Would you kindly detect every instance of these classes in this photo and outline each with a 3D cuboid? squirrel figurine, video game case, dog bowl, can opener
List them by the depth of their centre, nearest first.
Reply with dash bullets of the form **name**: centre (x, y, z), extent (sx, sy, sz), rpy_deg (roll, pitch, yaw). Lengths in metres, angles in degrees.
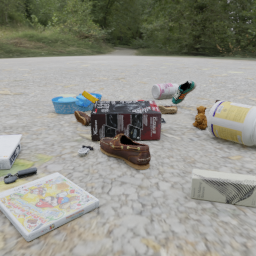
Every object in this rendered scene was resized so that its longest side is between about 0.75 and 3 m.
- **video game case**: centre (-1.871, 1.649, 6.346), extent (1.689, 0.212, 1.856), rpy_deg (-17, 25, -40)
- **can opener**: centre (-2.862, 1.296, 7.502), extent (0.880, 0.235, 0.294), rpy_deg (-11, 54, -30)
- **squirrel figurine**: centre (3.030, -0.439, 11.497), extent (0.663, 0.874, 0.936), rpy_deg (3, 19, 9)
- **dog bowl**: centre (-2.569, -1.265, 14.305), extent (2.648, 0.656, 1.476), rpy_deg (-13, 23, -35)

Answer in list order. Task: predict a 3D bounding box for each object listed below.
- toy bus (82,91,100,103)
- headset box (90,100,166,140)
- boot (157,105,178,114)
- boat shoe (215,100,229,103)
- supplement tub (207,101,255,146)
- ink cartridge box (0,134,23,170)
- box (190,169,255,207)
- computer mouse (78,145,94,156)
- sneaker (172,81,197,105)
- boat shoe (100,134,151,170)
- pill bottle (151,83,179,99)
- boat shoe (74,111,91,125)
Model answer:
- **toy bus**: centre (-1.833, -1.474, 13.550), extent (0.938, 0.305, 0.367), rpy_deg (33, 3, 12)
- **headset box**: centre (0.042, -0.358, 10.920), extent (2.818, 1.088, 2.097), rpy_deg (0, 19, -3)
- **boot**: centre (1.873, -0.941, 13.889), extent (1.175, 0.425, 0.978), rpy_deg (6, 12, 12)
- **boat shoe**: centre (5.067, -1.155, 14.304), extent (1.292, 0.454, 0.455), rpy_deg (13, 21, 31)
- **supplement tub**: centre (3.952, -0.161, 9.892), extent (1.372, 1.372, 1.887), rpy_deg (-17, 26, -41)
- **ink cartridge box**: centre (-4.410, 0.735, 8.712), extent (1.893, 0.415, 1.911), rpy_deg (-2, 21, -6)
- **box**: centre (2.220, 1.385, 6.552), extent (1.460, 0.600, 0.499), rpy_deg (3, 19, 14)
- **computer mouse**: centre (-1.418, 0.750, 9.107), extent (0.436, 0.174, 0.794), rpy_deg (8, 14, 10)
- **sneaker**: centre (2.744, -1.874, 14.501), extent (0.669, 1.675, 0.598), rpy_deg (8, 48, -38)
- **boat shoe**: centre (-0.112, 0.565, 8.721), extent (0.773, 0.772, 2.196), rpy_deg (-20, 25, -40)
- **pill bottle**: centre (2.268, -2.243, 16.832), extent (1.545, 0.876, 0.876), rpy_deg (-9, 21, -27)
- **boat shoe**: centre (-1.948, -0.450, 12.241), extent (0.448, 0.448, 1.274), rpy_deg (-17, 32, -28)
